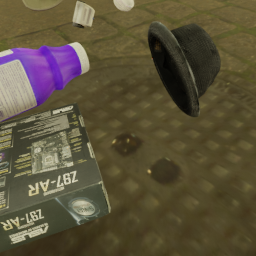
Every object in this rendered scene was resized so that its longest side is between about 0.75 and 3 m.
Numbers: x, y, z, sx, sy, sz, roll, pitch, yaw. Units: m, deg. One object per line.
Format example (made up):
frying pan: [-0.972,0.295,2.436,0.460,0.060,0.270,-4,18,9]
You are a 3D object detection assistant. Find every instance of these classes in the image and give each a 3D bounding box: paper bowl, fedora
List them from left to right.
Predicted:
paper bowl: [-0.190,-4.433,9.797,0.767,0.399,0.767,22,55,-35]
fedora: [1.121,-1.164,5.136,0.887,1.943,1.943,-29,47,0]

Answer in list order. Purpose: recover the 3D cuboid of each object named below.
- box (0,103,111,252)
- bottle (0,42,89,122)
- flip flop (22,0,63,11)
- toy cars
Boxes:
box: [-1.119,0.418,2.466,1.680,0.366,1.346,-17,35,-10]
bottle: [-2.242,-0.979,5.768,2.989,1.248,0.976,-29,40,-25]
flip flop: [-1.358,-3.021,5.853,1.864,0.756,0.536,-15,15,0]
toy cars: [-1.075,-3.546,7.538,0.608,2.745,1.231,15,65,-5]
